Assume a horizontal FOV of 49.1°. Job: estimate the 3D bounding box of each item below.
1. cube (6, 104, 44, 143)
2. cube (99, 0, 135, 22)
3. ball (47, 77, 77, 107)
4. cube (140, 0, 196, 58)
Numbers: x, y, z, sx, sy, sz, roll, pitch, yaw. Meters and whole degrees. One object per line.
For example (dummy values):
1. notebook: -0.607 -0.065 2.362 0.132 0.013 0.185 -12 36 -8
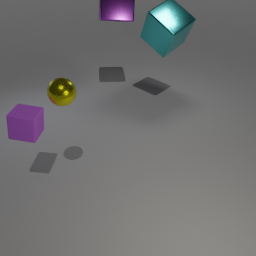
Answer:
1. cube: -2.613 -0.130 7.200 0.700 0.700 0.700 9 31 0
2. cube: -0.498 -5.273 11.860 1.400 1.400 1.400 0 21 -8
3. ball: -1.604 -0.872 6.800 0.700 0.700 0.700 0 34 0
4. cube: 1.575 -4.027 11.305 1.400 1.400 1.400 -40 80 -24
